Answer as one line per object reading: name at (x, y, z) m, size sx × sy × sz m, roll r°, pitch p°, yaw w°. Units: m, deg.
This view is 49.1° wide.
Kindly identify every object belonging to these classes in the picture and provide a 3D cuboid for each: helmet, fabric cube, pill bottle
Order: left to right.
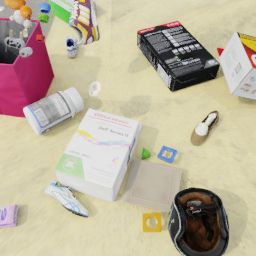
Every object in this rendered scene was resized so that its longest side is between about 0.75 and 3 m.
fabric cube at (-3.851, -1.878, 8.756) m, size 2.219 × 2.212 × 2.177 m, roll 6°, pitch 53°, yaw 4°
pill bottle at (-2.218, -0.554, 8.526) m, size 1.632 × 0.928 × 0.928 m, roll -31°, pitch 58°, yaw -23°
helmet at (1.527, 2.163, 6.127) m, size 1.424 × 1.357 × 1.424 m, roll -5°, pitch 18°, yaw 2°

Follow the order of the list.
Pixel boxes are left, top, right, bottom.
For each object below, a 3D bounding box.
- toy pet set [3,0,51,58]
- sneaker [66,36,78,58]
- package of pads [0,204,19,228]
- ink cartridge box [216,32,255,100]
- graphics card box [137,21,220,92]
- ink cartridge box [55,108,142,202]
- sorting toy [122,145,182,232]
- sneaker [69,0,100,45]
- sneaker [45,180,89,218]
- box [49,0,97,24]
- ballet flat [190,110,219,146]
toy pet set at (-2.234, -1.628, 5.103) m, size 1.482 × 1.588 × 0.843 m, roll 4°, pitch 85°, yaw -19°
sneaker at (-2.198, -3.304, 10.913) m, size 0.482 × 0.565 × 1.281 m, roll -11°, pitch 52°, yaw -7°
package of pads at (-3.097, 2.161, 6.788) m, size 0.823 × 0.311 × 0.496 m, roll -6°, pitch 49°, yaw -4°
ink cartridge box at (4.542, -2.048, 9.123) m, size 2.751 × 1.154 × 2.415 m, roll 9°, pitch 51°, yaw -13°
graphics card box at (1.748, -2.747, 10.346) m, size 1.872 × 0.759 × 2.984 m, roll -19°, pitch 53°, yaw -15°
ink cartridge box at (-0.654, 0.458, 7.731) m, size 1.585 × 0.911 × 2.707 m, roll 14°, pitch 53°, yaw 11°
sorting toy at (0.636, 1.522, 7.291) m, size 1.392 × 0.337 × 2.472 m, roll 8°, pitch 52°, yaw 11°
sneaker at (-1.372, -3.258, 8.013) m, size 0.769 × 1.706 × 0.639 m, roll -25°, pitch 19°, yaw -22°
sneaker at (-1.479, 1.763, 6.982) m, size 1.352 × 0.486 × 0.490 m, roll 30°, pitch 69°, yaw 21°
box at (-2.423, -5.361, 12.393) m, size 1.563 × 0.756 × 1.379 m, roll 38°, pitch 60°, yaw 26°
ballet flat at (2.340, -0.071, 8.407) m, size 0.481 × 0.514 × 1.420 m, roll 36°, pitch 60°, yaw 23°
